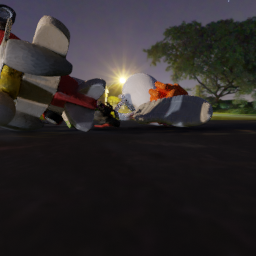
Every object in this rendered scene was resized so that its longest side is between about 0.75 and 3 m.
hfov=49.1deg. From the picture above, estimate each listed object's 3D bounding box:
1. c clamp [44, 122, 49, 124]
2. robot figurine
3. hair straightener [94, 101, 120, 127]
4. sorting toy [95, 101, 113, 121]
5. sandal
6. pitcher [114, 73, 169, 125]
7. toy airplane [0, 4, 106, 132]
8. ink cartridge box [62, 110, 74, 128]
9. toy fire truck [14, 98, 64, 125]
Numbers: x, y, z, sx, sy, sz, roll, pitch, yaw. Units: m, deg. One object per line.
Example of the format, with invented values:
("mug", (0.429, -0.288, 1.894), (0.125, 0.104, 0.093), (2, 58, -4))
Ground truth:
("c clamp", (-3.615, -0.138, 10.201), (1.321, 0.209, 1.546), (0, 0, -1))
("robot figurine", (1.535, -0.882, 10.236), (1.091, 1.346, 1.871), (-13, -44, 37))
("hair straightener", (-0.830, -0.407, 8.972), (0.471, 0.885, 2.301), (-31, 15, -14))
("sorting toy", (-1.177, -0.886, 11.427), (1.301, 0.889, 2.165), (32, -3, 14))
("sandal", (1.454, -0.443, 8.980), (2.901, 1.181, 0.713), (7, -32, 45))
("pitcher", (0.430, -1.241, 12.248), (2.543, 1.797, 2.964), (-5, 33, -14))
("toy airplane", (-1.933, -0.737, 5.436), (2.906, 2.060, 2.919), (9, -38, 25))
("ink cartridge box", (-1.529, -0.474, 7.964), (0.292, 0.509, 0.868), (-16, -27, -43))
("toy fire truck", (-3.739, -0.834, 11.508), (2.281, 1.667, 2.591), (31, -18, -15))
